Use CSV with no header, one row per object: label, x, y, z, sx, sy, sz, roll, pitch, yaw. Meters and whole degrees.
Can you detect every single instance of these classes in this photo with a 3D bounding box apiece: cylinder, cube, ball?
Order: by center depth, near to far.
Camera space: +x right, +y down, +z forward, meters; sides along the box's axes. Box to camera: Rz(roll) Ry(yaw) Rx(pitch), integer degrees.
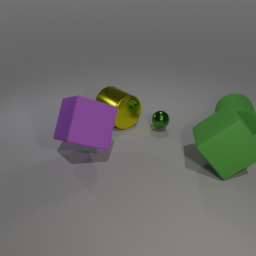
cube,2.977,0.385,8.465,1.400,1.400,1.400,-37,16,21
cube,-1.378,-0.147,8.965,1.400,1.400,1.400,16,-6,-31
cylinder,4.017,-0.384,10.471,1.400,1.400,1.400,6,32,11
ball,1.271,-0.329,10.925,0.700,0.700,0.700,0,29,0
cylinder,-0.414,-0.845,11.367,1.400,1.400,1.400,-20,35,-32
